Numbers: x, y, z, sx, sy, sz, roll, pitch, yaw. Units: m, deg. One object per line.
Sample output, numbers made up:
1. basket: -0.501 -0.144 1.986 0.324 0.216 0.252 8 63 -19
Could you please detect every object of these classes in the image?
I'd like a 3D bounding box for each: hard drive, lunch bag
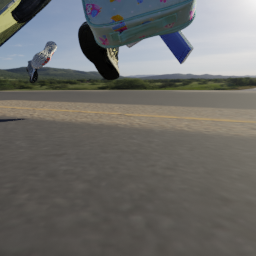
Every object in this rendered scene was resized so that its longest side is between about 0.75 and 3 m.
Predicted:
1. hard drive: 0.779 -1.560 4.854 0.105 0.828 0.546 -33 -7 -12
2. lunch bag: 0.105 -1.734 3.753 1.512 1.212 0.583 -15 -18 6

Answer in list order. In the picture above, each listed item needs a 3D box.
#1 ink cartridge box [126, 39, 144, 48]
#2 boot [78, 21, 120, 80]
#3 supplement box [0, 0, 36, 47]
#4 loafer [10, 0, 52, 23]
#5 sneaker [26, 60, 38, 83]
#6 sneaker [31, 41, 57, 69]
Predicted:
1. ink cartridge box: 0.504 -3.775 9.150 2.003 1.463 0.845 -19 21 42
2. boot: -1.071 -3.607 11.440 1.033 2.162 2.862 -9 -34 18
3. supplement box: -2.866 -2.630 6.147 1.218 0.818 1.217 -44 3 -4
4. loafer: -1.549 -2.940 5.238 0.760 2.166 0.736 38 -3 -35
5. sneaker: -3.449 -2.014 10.030 0.378 0.954 0.353 -5 -21 3
6. sneaker: -2.652 -2.246 8.934 0.446 1.157 0.474 36 -28 -8
